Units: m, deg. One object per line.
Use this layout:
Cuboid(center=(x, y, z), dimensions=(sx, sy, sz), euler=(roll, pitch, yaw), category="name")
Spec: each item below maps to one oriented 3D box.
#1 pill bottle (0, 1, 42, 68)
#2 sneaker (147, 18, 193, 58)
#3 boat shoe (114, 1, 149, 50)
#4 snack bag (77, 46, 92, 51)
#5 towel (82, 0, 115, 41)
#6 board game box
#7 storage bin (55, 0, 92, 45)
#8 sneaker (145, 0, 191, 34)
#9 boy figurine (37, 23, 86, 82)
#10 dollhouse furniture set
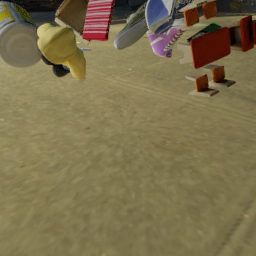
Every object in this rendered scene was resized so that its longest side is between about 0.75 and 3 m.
Cuboid(center=(-2.666, -2.257, 6.500), dimensions=(1.039, 1.039, 1.867), euler=(-14, 46, -25), category="pill bottle")
Cuboid(center=(1.702, -3.340, 10.504), dimensions=(0.804, 1.265, 2.219), euler=(-27, 17, -30), category="sneaker")
Cuboid(center=(0.302, -3.396, 9.160), dimensions=(2.108, 0.759, 0.654), euler=(-40, 79, -5), category="boat shoe")
Cuboid(center=(-2.120, -3.148, 10.966), dimensions=(1.012, 0.115, 1.074), euler=(19, 21, 25), category="snack bag")
Cuboid(center=(-0.854, -3.503, 8.524), dimensions=(1.216, 1.681, 0.189), euler=(18, 7, 42), category="towel")
Cuboid(center=(2.709, -3.173, 9.659), dimensions=(1.250, 0.147, 0.655), euler=(-34, 54, -10), category="board game box")
Cuboid(center=(-1.654, -4.181, 10.396), dimensions=(1.538, 1.549, 0.726), euler=(-62, 16, -21), category="storage bin")
Cuboid(center=(1.019, -2.920, 6.359), dimensions=(0.766, 1.896, 1.095), euler=(-14, -26, 40), category="sneaker")
Cuboid(center=(-1.173, -1.309, 4.987), dimensions=(0.625, 1.207, 1.941), euler=(-41, 15, -6), category="boy figurine")
Cuboid(center=(2.755, -2.464, 8.053), dimensions=(2.559, 2.587, 1.333), euler=(-27, 26, -25), category="dollhouse furniture set")
